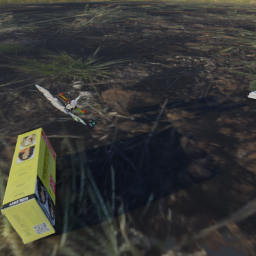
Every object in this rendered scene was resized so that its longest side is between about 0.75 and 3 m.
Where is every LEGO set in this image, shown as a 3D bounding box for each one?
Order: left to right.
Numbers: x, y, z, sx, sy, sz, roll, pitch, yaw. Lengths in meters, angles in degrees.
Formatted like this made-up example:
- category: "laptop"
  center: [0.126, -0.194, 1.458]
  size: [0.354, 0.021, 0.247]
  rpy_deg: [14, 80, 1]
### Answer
- category: "LEGO set"
  center: [-1.454, -0.585, 7.015]
  size: [1.542, 1.152, 0.379]
  rpy_deg: [29, 75, 25]

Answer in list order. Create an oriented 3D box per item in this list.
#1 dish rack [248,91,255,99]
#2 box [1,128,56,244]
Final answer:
- category: "dish rack"
  center: [4.652, -1.171, 9.710]
  size: [0.826, 0.180, 0.709]
  rpy_deg: [-18, 27, -39]
- category: "box"
  center: [-1.756, 0.927, 5.256]
  size: [0.570, 0.857, 2.276]
  rpy_deg: [-20, 30, -4]
